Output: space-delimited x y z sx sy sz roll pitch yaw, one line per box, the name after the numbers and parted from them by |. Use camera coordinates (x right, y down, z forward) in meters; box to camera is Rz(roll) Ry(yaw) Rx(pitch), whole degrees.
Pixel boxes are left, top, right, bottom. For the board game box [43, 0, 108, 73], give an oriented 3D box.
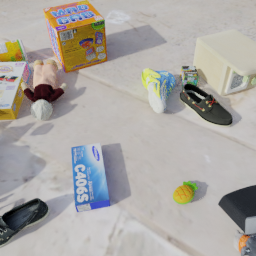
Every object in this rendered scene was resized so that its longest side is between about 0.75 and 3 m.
-2.281 -4.062 12.372 2.053 2.051 2.051 -21 52 -17 | board game box

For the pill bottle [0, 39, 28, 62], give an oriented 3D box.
-5.454 -3.266 12.400 1.737 0.965 0.965 -19 51 -17 | pill bottle

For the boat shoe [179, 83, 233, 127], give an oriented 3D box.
2.905 -0.857 10.459 0.842 0.721 2.300 -34 58 -27 | boat shoe

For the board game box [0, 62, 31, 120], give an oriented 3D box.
-5.289 -1.542 11.117 2.227 0.587 2.911 -1 48 -1 | board game box

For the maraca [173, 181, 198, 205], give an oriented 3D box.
1.673 1.877 8.175 0.598 0.467 0.872 22 50 35 | maraca

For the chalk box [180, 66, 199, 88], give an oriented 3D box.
2.533 -2.037 11.564 0.606 0.602 0.971 0 49 -1 | chalk box

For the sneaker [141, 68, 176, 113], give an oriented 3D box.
1.382 -1.590 10.933 1.311 0.946 2.497 -8 48 -7 | sneaker

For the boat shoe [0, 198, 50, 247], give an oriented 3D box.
-3.127 2.516 7.464 2.033 0.674 0.760 -23 52 -19 | boat shoe

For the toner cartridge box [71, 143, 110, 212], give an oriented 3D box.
-1.180 1.444 8.564 0.988 0.449 2.080 -9 49 -7 | toner cartridge box

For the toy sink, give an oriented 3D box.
4.251 -2.484 11.275 1.909 1.641 2.929 -18 46 -15 | toy sink

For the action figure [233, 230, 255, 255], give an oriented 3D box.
3.601 2.898 6.674 2.159 1.167 2.232 5 37 43 | action figure

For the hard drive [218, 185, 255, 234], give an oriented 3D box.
3.742 2.079 7.639 2.119 0.448 1.429 -10 23 -12 | hard drive

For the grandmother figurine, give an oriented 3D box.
-3.251 -1.502 10.960 1.764 0.881 2.909 -8 52 3 | grandmother figurine
